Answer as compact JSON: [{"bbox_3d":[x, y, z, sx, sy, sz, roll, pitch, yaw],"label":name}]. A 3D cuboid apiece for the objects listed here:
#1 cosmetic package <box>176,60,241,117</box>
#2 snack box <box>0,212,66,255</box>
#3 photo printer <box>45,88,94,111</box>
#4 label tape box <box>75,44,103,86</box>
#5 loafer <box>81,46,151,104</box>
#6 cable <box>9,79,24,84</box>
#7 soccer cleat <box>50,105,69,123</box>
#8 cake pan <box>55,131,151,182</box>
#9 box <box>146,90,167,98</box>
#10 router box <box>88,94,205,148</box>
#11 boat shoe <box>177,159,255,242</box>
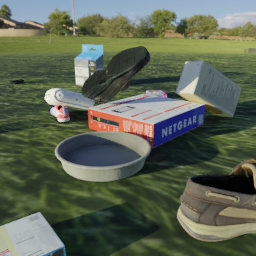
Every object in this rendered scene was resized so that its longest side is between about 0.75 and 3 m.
[{"bbox_3d":[2.773,-1.280,9.501,2.256,1.187,0.802,23,-6,-35],"label":"cosmetic package"},{"bbox_3d":[-1.709,1.678,3.567,1.580,0.293,0.918,-13,23,-34],"label":"snack box"},{"bbox_3d":[-2.183,-1.038,10.206,1.578,0.548,1.313,11,-4,-28],"label":"photo printer"},{"bbox_3d":[-2.190,-3.487,15.720,1.633,2.265,0.717,13,23,33],"label":"label tape box"},{"bbox_3d":[-0.259,-1.508,8.261,2.478,0.902,0.896,-25,-42,35],"label":"loafer"},{"bbox_3d":[-6.743,-2.818,16.900,0.819,0.255,1.004,-3,20,-8],"label":"cable"},{"bbox_3d":[-2.434,-0.621,9.980,0.494,0.530,1.448,-9,21,-25],"label":"soccer cleat"},{"bbox_3d":[-0.560,0.608,6.551,2.200,0.404,2.200,0,19,0],"label":"cake pan"},{"bbox_3d":[1.339,-1.572,13.263,0.780,0.223,1.140,-2,19,-6],"label":"box"},{"bbox_3d":[0.632,-0.382,8.986,2.570,0.700,2.864,16,25,40],"label":"router box"},{"bbox_3d":[2.047,1.047,4.402,2.589,0.949,0.964,-6,20,-17],"label":"boat shoe"}]
